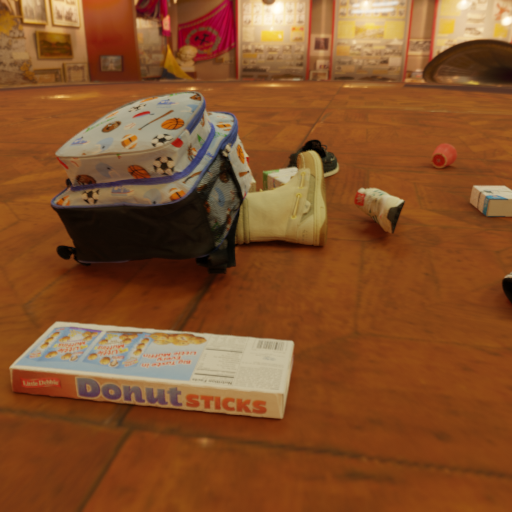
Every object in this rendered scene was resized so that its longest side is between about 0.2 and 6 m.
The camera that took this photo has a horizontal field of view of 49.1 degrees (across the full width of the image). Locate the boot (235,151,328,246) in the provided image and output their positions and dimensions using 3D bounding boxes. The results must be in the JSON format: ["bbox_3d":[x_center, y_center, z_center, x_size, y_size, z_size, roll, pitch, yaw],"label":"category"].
[{"bbox_3d":[0.396,-1.283,12.134,2.155,1.009,2.772,-2,49,2],"label":"boot"}]

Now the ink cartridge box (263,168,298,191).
[{"bbox_3d":[0.918,-1.835,14.671,1.016,0.612,1.399,-11,24,-23],"label":"ink cartridge box"}]

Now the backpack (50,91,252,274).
[{"bbox_3d":[-1.741,-1.491,10.369,3.527,2.717,3.359,3,32,19],"label":"backpack"}]

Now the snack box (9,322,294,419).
[{"bbox_3d":[-1.242,1.377,7.051,3.337,0.406,1.200,3,22,8],"label":"snack box"}]

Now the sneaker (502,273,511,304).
[{"bbox_3d":[4.844,0.703,8.384,1.408,0.924,2.448,-22,22,-25],"label":"sneaker"}]

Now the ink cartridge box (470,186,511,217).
[{"bbox_3d":[5.829,-1.334,13.615,0.835,0.489,1.140,0,23,0],"label":"ink cartridge box"}]

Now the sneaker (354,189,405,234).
[{"bbox_3d":[2.582,-1.034,12.064,0.997,0.751,2.132,19,14,8],"label":"sneaker"}]

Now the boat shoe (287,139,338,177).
[{"bbox_3d":[1.684,-2.929,16.757,1.188,1.054,3.178,13,25,28],"label":"boat shoe"}]

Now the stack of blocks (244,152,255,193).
[{"bbox_3d":[-0.535,-1.725,13.386,0.700,1.375,2.388,-3,23,-8],"label":"stack of blocks"}]

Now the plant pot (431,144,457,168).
[{"bbox_3d":[5.936,-3.140,17.851,0.727,0.727,0.643,16,37,34],"label":"plant pot"}]
